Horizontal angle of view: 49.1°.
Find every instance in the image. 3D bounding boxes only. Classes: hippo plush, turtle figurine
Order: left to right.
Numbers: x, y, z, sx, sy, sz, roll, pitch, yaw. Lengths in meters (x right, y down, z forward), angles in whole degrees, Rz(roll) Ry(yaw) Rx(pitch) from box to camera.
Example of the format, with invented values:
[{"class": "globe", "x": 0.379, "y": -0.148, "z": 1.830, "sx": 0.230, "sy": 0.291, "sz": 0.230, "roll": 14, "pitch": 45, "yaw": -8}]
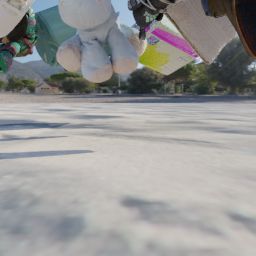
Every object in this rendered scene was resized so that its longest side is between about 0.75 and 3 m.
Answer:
[{"class": "turtle figurine", "x": -3.196, "y": -2.573, "z": 7.749, "sx": 2.072, "sy": 1.394, "sz": 2.768, "roll": -12, "pitch": 43, "yaw": 32}, {"class": "hippo plush", "x": -0.536, "y": -2.605, "z": 6.437, "sx": 2.123, "sy": 2.665, "sz": 2.143, "roll": 11, "pitch": -29, "yaw": 3}]

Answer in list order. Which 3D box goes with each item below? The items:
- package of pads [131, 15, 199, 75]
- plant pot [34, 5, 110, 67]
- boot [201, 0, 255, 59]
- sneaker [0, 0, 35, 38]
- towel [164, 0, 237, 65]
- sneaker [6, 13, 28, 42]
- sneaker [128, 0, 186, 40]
[{"class": "package of pads", "x": 1.207, "y": -2.867, "z": 9.704, "sx": 2.600, "sy": 0.887, "sz": 2.009, "roll": 13, "pitch": -27, "yaw": -39}, {"class": "plant pot", "x": -1.868, "y": -3.220, "z": 9.438, "sx": 2.267, "sy": 2.315, "sz": 2.315, "roll": -29, "pitch": 22, "yaw": -31}, {"class": "boot", "x": 2.331, "y": -2.637, "z": 6.040, "sx": 1.007, "sy": 2.697, "sz": 1.307, "roll": -13, "pitch": -2, "yaw": -7}, {"class": "sneaker", "x": -1.670, "y": -2.303, "z": 4.489, "sx": 0.897, "sy": 2.027, "sz": 0.763, "roll": 39, "pitch": 8, "yaw": 34}, {"class": "towel", "x": 1.875, "y": -2.888, "z": 7.082, "sx": 2.197, "sy": 1.456, "sz": 0.379, "roll": 42, "pitch": -2, "yaw": -20}, {"class": "sneaker", "x": -2.952, "y": -2.917, "z": 6.616, "sx": 0.701, "sy": 1.013, "sz": 1.677, "roll": -33, "pitch": -13, "yaw": -28}, {"class": "sneaker", "x": 0.719, "y": -2.681, "z": 5.945, "sx": 1.051, "sy": 1.891, "sz": 2.703, "roll": 11, "pitch": 34, "yaw": -27}]
